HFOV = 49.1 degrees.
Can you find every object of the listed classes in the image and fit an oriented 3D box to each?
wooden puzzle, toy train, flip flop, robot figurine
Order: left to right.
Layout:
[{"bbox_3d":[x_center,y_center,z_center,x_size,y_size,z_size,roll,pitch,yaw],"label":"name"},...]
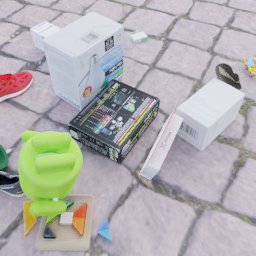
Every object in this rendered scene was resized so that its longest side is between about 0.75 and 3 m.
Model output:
[{"bbox_3d":[-2.200,1.165,7.872,1.617,2.795,2.452,-8,65,-24],"label":"robot figurine"},{"bbox_3d":[-1.898,2.800,8.495,2.726,0.319,1.839,-4,50,-4],"label":"wooden puzzle"},{"bbox_3d":[4.092,-2.024,11.629,0.653,2.269,0.920,-9,81,37],"label":"flip flop"},{"bbox_3d":[6.001,-2.704,13.058,1.033,0.382,1.375,-11,54,-11],"label":"toy train"}]

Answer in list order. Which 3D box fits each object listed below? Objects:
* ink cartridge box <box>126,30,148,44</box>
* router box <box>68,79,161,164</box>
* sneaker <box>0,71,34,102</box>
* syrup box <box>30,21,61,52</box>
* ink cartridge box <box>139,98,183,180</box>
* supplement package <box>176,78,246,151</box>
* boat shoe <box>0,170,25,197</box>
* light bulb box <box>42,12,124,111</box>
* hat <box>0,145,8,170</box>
[{"bbox_3d":[0.470,-4.965,15.006,0.771,0.254,1.060,-24,56,-18],"label":"ink cartridge box"},{"bbox_3d":[-0.439,-0.377,10.723,2.244,0.930,2.995,26,56,20],"label":"router box"},{"bbox_3d":[-5.243,-2.000,11.694,1.030,1.519,2.630,34,58,25],"label":"sneaker"},{"bbox_3d":[-3.519,-4.214,13.844,2.632,1.036,1.072,33,58,25],"label":"syrup box"},{"bbox_3d":[1.221,0.403,9.227,0.502,1.980,2.247,28,62,4],"label":"ink cartridge box"},{"bbox_3d":[3.029,-0.551,10.557,2.387,1.400,1.395,-37,57,-26],"label":"supplement package"},{"bbox_3d":[-4.374,1.621,9.206,2.286,0.717,0.831,12,51,10],"label":"boat shoe"},{"bbox_3d":[-1.667,-2.699,11.453,1.734,2.779,2.755,33,58,23],"label":"light bulb box"},{"bbox_3d":[-5.116,1.165,9.731,1.302,1.226,1.480,-40,69,20],"label":"hat"}]
